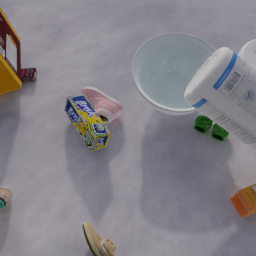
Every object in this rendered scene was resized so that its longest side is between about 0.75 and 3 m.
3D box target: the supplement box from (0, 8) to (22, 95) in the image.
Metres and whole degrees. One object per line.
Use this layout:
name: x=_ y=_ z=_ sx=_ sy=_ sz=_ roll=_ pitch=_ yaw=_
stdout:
supplement box: x=-4.695 y=-2.694 z=8.635 sx=1.692 sy=2.513 sz=2.548 roll=-17 pitch=57 yaw=1

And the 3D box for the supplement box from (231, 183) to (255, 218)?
supplement box: x=3.540 y=1.632 z=7.075 sx=1.741 sy=0.579 sz=0.599 roll=-20 pitch=59 yaw=-12

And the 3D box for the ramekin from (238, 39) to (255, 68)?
ramekin: x=4.514 y=-1.829 z=9.038 sx=2.335 sy=1.138 sz=2.335 roll=0 pitch=56 yaw=0

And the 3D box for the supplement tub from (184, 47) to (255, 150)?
supplement tub: x=2.772 y=-0.661 z=6.859 sx=2.436 sy=1.607 sz=1.607 roll=35 pitch=61 yaw=-5

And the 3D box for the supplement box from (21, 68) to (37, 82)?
supplement box: x=-3.534 y=-1.800 z=9.553 sx=0.791 sy=0.241 sz=0.431 roll=-5 pitch=58 yaw=-1

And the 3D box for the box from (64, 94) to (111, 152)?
box: x=-1.210 y=-0.191 z=8.154 sx=0.560 sy=0.611 sz=1.743 roll=-16 pitch=55 yaw=-35

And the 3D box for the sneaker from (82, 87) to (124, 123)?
sneaker: x=-0.967 y=-0.686 z=8.608 sx=1.537 sy=0.579 sz=0.804 roll=29 pitch=63 yaw=19

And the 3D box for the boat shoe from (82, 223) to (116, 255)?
boat shoe: x=-0.522 y=2.797 z=6.359 sx=0.504 sy=0.557 sz=1.562 roll=-27 pitch=70 yaw=-22

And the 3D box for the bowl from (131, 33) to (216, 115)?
bowl: x=1.442 y=-1.460 z=8.617 sx=2.761 sy=1.241 sz=2.761 roll=1 pitch=67 yaw=-1

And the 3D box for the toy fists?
toy fists: x=2.503 y=-0.053 z=8.331 sx=1.039 sy=0.357 sz=0.530 roll=25 pitch=59 yaw=17

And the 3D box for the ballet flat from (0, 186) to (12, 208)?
ballet flat: x=-3.748 y=1.632 z=7.183 sx=1.633 sy=0.556 sz=0.549 roll=14 pitch=37 yaw=3
